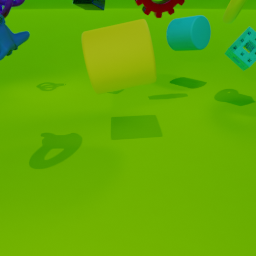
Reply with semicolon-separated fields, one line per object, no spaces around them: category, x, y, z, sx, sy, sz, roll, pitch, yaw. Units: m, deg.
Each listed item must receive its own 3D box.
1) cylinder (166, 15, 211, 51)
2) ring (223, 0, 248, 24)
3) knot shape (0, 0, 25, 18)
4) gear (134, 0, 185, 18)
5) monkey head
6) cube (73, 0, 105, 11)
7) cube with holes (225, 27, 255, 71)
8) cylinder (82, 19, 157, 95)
cylinder;2.226;-3.459;10.315;1.171;1.171;1.171;-20;23;-36
ring;3.146;-3.634;7.697;0.322;1.608;1.608;33;33;9
knot shape;-3.929;-4.121;8.763;1.146;1.225;0.566;27;-7;6
gear;0.864;-3.701;7.347;1.499;1.499;0.277;-5;41;-10
monkey head;-2.264;-1.668;4.918;1.262;0.761;0.908;8;46;47
cube;-1.126;-3.943;8.301;0.701;0.701;0.701;11;11;23
cube with holes;3.641;-2.400;8.611;0.838;0.838;0.838;44;10;6
cylinder;-0.175;-1.556;6.221;1.390;1.390;1.390;-11;25;2
